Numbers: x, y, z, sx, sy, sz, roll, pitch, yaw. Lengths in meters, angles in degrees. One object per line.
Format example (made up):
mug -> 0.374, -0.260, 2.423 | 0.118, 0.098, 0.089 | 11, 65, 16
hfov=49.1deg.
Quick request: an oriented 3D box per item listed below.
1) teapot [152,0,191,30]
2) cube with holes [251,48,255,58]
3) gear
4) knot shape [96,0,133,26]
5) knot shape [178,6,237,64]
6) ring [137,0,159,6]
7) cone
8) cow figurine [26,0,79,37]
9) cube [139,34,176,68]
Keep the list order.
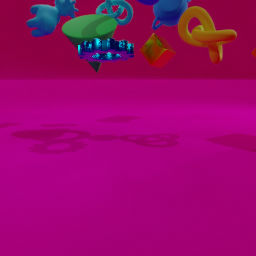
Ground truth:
teapot -> 1.499, -4.013, 9.541 | 1.140, 1.834, 0.898 | 45, -6, 25
cube with holes -> 3.976, -1.706, 6.453 | 1.237, 1.237, 1.237 | 14, 35, -36
gear -> -0.468, -1.651, 6.051 | 1.202, 0.222, 1.202 | -1, 1, 0
knot shape -> -0.394, -3.728, 8.519 | 1.111, 1.040, 0.513 | 4, 4, -10
knot shape -> 1.822, -2.276, 6.748 | 1.421, 0.701, 1.518 | 42, 9, 12
ring -> 0.263, -3.697, 7.004 | 1.425, 0.285, 1.425 | 41, -7, 6
cone -> -0.949, -2.135, 7.721 | 1.431, 1.436, 1.431 | -3, 43, 2
cow figurine -> -2.232, -3.372, 8.440 | 1.378, 1.401, 0.769 | -5, -35, 6
cube -> 1.080, -2.773, 10.176 | 0.811, 0.811, 0.811 | -43, -20, 28
